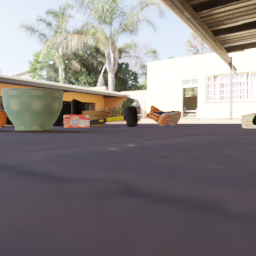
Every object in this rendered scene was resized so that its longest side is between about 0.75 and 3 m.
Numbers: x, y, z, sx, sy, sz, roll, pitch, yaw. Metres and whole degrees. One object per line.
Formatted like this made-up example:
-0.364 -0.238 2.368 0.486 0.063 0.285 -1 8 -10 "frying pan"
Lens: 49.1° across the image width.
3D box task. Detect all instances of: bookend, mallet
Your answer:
-3.811 -0.756 14.436 2.793 1.286 2.775 0 1 1 "bookend"
-0.717 -0.422 10.885 2.323 0.765 0.478 0 -11 18 "mallet"

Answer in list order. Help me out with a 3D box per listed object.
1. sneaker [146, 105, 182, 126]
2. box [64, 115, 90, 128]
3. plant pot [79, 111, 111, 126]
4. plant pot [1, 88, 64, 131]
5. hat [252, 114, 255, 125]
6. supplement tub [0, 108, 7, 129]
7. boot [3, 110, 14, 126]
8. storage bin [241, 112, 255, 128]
1.707 -0.701 13.615 1.226 0.849 2.188 31 17 31 "sneaker"
-1.781 -0.238 9.790 0.896 0.460 0.424 -1 1 -9 "box"
-1.618 -0.474 13.956 1.606 0.741 1.606 0 2 0 "plant pot"
-2.146 -0.390 6.364 1.353 0.906 1.353 1 1 0 "plant pot"
3.261 0.029 5.516 1.058 1.125 1.278 -14 -29 -9 "hat"
-3.121 -0.217 6.361 0.554 0.554 0.904 -1 1 -41 "supplement tub"
-6.438 -0.495 12.112 1.883 0.945 2.610 0 -7 30 "boot"
4.268 -0.298 8.914 0.970 0.455 0.963 -11 2 -6 "storage bin"
